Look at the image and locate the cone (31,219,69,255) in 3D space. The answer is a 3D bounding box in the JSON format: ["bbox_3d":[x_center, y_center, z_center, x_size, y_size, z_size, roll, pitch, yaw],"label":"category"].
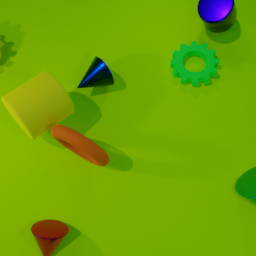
[{"bbox_3d":[-2.098,3.078,7.348,0.961,0.961,0.965,10,98,3],"label":"cone"}]

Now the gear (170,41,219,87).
[{"bbox_3d":[2.153,-2.097,9.092,1.510,0.279,1.510,-2,71,5],"label":"gear"}]

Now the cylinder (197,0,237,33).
[{"bbox_3d":[2.886,-3.762,9.012,1.093,1.093,1.093,0,91,26],"label":"cylinder"}]

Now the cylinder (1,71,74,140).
[{"bbox_3d":[-2.435,-0.616,7.659,1.379,1.379,1.379,-39,76,-20],"label":"cylinder"}]

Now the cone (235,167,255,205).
[{"bbox_3d":[3.962,2.007,7.556,1.543,1.543,1.549,-32,101,-10],"label":"cone"}]

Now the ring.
[{"bbox_3d":[-1.259,0.479,7.412,1.750,1.750,0.350,29,74,9],"label":"ring"}]

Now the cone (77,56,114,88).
[{"bbox_3d":[-1.132,-1.477,8.528,1.020,1.016,1.016,-36,75,-16],"label":"cone"}]
